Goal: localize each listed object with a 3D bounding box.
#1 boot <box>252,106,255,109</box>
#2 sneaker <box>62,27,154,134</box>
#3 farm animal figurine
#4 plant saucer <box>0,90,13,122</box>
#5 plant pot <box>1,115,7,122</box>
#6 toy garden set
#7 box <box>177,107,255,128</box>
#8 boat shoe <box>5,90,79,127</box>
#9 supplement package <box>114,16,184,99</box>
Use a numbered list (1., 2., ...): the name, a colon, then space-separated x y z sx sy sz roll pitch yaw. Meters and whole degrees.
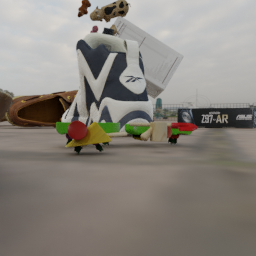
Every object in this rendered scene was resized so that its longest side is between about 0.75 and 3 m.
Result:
1. boot: 4.360 -0.494 10.672 2.067 0.825 2.274 -15 -11 23
2. sneaker: -0.447 -0.713 4.548 0.977 1.592 2.447 0 1 -23
3. farm animal figurine: -0.600 -3.065 7.829 1.598 1.616 0.842 -35 15 6
4. plant saucer: -1.255 0.046 0.488 1.960 0.314 1.960 -1 2 0
5. plant pot: -4.647 -0.434 10.449 2.524 0.347 2.524 -11 5 1
6. toy garden set: -0.008 0.064 2.103 1.031 0.206 0.859 0 0 -10
7. box: 2.811 -0.300 8.520 2.007 0.545 2.506 1 2 28
8. boat shoe: -1.721 -0.475 7.647 2.978 1.072 1.006 -7 10 -28
9. supplement package: 0.387 -2.692 10.975 2.887 1.642 1.581 32 -10 -3
